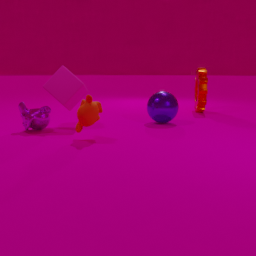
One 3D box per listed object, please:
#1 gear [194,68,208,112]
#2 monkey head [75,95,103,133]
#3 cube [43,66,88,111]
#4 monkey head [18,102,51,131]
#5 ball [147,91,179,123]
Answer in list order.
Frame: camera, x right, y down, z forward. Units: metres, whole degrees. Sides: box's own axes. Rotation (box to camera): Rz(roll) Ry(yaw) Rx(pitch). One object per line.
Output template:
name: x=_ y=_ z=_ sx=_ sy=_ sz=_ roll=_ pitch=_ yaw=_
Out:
gear: x=2.928 y=-1.520 z=11.310 sx=0.324 sy=1.750 sz=1.750 roll=2 pitch=12 yaw=7
monkey head: x=-1.033 y=-0.413 z=6.869 sx=0.743 sy=1.033 sz=0.623 roll=36 pitch=27 yaw=24
cube: x=-1.823 y=-1.153 z=8.297 sx=0.851 sy=0.851 sz=0.851 roll=41 pitch=-5 yaw=5
monkey head: x=-2.632 y=-0.366 z=7.909 sx=0.746 sy=0.890 sz=1.237 roll=-21 pitch=-7 yaw=-36
ball: x=1.109 y=-0.665 z=8.992 sx=1.019 sy=1.019 sz=1.019 roll=0 pitch=12 yaw=0
